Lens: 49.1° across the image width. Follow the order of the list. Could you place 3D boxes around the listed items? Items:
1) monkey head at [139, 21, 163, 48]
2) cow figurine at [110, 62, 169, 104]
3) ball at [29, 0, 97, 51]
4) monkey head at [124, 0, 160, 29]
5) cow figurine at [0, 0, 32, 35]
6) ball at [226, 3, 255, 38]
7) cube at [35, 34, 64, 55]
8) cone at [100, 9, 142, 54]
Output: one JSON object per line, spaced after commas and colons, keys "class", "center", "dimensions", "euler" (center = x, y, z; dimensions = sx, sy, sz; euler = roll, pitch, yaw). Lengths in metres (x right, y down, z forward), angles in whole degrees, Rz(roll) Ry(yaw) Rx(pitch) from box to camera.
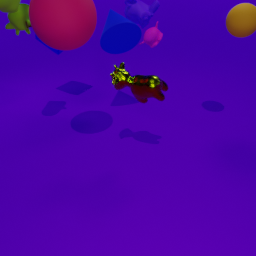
{"class": "monkey head", "center": [0.954, -3.495, 10.710], "dimensions": [0.655, 1.087, 0.782], "euler": [40, 24, -6]}
{"class": "cow figurine", "center": [0.220, -1.041, 6.418], "dimensions": [1.158, 1.139, 0.636], "euler": [1, 62, 45]}
{"class": "ball", "center": [-1.351, -2.346, 5.881], "dimensions": [1.387, 1.387, 1.387], "euler": [0, 31, 0]}
{"class": "monkey head", "center": [0.423, -3.833, 9.050], "dimensions": [0.886, 1.058, 1.471], "euler": [46, 13, 8]}
{"class": "cow figurine", "center": [-2.821, -2.908, 6.567], "dimensions": [0.817, 1.464, 1.488], "euler": [-2, 23, 9]}
{"class": "ball", "center": [2.933, -2.740, 7.152], "dimensions": [0.826, 0.826, 0.826], "euler": [0, 31, 0]}
{"class": "cube", "center": [-2.355, -3.265, 9.249], "dimensions": [0.999, 0.999, 0.999], "euler": [36, 61, 2]}
{"class": "cone", "center": [-0.362, -3.016, 8.102], "dimensions": [1.214, 1.214, 1.219], "euler": [-10, 65, -17]}
